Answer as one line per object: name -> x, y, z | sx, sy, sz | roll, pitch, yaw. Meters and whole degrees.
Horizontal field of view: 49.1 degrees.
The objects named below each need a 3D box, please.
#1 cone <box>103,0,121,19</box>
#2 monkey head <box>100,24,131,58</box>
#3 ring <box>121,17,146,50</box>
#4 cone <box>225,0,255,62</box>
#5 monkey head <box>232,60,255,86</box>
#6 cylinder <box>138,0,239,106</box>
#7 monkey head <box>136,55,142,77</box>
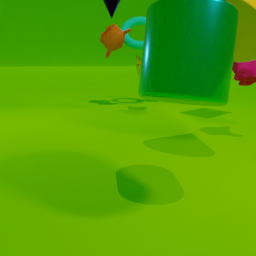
cone -> -0.614, -4.670, 10.463 | 1.107, 1.111, 1.107 | 0, 9, 0
monkey head -> -0.512, -3.536, 11.188 | 0.905, 1.502, 1.081 | 48, 22, 8
ring -> 0.504, -4.007, 11.800 | 1.664, 1.664, 0.333 | 0, -24, 1
cone -> 1.991, -2.351, 4.889 | 1.676, 1.682, 1.676 | 30, -10, 6
monkey head -> 2.969, -1.521, 6.608 | 1.054, 0.883, 1.465 | -6, -21, 40
cylinder -> 0.676, -0.814, 3.234 | 1.026, 1.026, 1.026 | 6, 3, 0
monkey head -> 0.684, -2.372, 10.561 | 0.754, 0.901, 1.252 | -10, -13, 11
